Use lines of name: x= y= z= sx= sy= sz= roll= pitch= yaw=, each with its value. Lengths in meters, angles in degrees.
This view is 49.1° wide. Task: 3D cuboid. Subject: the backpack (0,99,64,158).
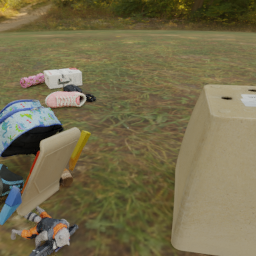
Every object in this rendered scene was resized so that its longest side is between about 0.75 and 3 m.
backpack: x=-2.808 y=0.024 z=7.394 sx=1.211 sy=1.508 sz=1.648 roll=51 pitch=17 yaw=8

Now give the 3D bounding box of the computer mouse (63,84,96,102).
computer mouse: x=-2.386 y=-1.757 z=13.728 sx=0.734 sy=0.426 sz=2.505 roll=-21 pitch=32 yaw=-40

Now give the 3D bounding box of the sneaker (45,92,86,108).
sneaker: x=-2.652 y=-1.241 z=12.263 sx=1.761 sy=0.663 sz=0.921 roll=-14 pitch=23 yaw=-38

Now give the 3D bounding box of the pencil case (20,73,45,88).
pencil case: x=-5.272 y=-2.642 z=15.511 sx=0.603 sy=0.577 sz=1.393 roll=-25 pitch=6 yaw=39

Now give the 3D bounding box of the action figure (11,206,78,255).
action figure: x=-1.645 y=1.968 z=5.197 sx=1.275 sy=0.689 sz=1.318 roll=4 pitch=24 yaw=31

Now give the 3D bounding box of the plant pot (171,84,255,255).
plant pot: x=2.516 y=0.614 z=5.818 sx=2.941 sy=2.607 sz=2.944 roll=4 pitch=24 yaw=10

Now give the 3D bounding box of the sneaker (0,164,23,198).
sneaker: x=-3.616 y=1.197 z=6.914 sx=2.445 sy=0.895 sz=1.001 roll=17 pitch=6 yaw=34

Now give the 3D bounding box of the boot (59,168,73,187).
boot: x=-2.065 y=1.218 z=7.081 sx=1.165 sy=0.447 sz=0.905 roll=-16 pitch=29 yaw=-32

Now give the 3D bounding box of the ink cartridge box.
ink cartridge box: x=-3.619 y=-2.781 z=15.569 sx=1.837 sy=0.761 sz=1.348 roll=-11 pitch=26 yaw=-23

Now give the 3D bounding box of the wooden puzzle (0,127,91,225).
wooden puzzle: x=-1.534 y=0.773 z=5.487 sx=0.286 sy=1.652 sz=2.449 roll=26 pitch=10 yaw=10
